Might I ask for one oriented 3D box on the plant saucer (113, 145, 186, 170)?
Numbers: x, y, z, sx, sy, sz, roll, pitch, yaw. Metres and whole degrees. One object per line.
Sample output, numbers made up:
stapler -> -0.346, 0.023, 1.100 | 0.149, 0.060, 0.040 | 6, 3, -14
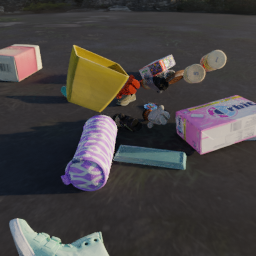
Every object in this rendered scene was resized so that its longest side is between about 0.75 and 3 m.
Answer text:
plant saucer -> 0.739, 0.932, 9.358 | 2.364, 0.224, 0.827 | 5, 29, 11

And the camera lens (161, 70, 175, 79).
camera lens -> 2.300, -2.930, 15.793 | 0.640, 0.640, 0.800 | -8, 14, -13

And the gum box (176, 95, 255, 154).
gum box -> 3.477, -0.238, 10.306 | 2.958, 0.978, 1.678 | -16, 30, -14

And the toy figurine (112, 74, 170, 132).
toy figurine -> 0.441, -1.003, 10.927 | 2.159, 2.193, 1.526 | -14, 16, -30

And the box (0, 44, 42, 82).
box -> -6.733, -3.993, 16.926 | 1.777, 1.514, 2.779 | 6, 29, 10

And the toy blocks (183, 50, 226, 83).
toy blocks -> 2.766, -2.266, 10.690 | 1.532, 0.667, 1.838 | -33, 5, 6

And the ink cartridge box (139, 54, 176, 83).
ink cartridge box -> 1.521, -3.428, 16.162 | 1.480, 0.684, 2.717 | -16, 14, 38

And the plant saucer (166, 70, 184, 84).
plant saucer -> 2.608, -2.748, 15.391 | 1.279, 1.279, 0.234 | -17, 77, -28

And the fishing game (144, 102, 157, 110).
fishing game -> 1.048, -1.015, 12.979 | 0.619, 0.134, 0.865 | 10, 30, 12

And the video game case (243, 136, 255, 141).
video game case -> 4.944, -0.098, 11.160 | 2.105, 0.232, 1.916 | -2, 29, -1

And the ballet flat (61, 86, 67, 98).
ballet flat -> -2.651, -1.644, 13.836 | 1.603, 0.606, 0.512 | 26, 8, 32

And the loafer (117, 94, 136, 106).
loafer -> -0.091, -1.423, 13.399 | 0.461, 0.427, 1.227 | 20, 34, 31

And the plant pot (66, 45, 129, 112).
plant pot -> -0.913, -1.162, 6.944 | 1.295, 1.142, 1.295 | 19, 20, -22

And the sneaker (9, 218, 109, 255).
sneaker -> -1.330, 2.491, 5.765 | 2.439, 0.898, 1.439 | 34, 48, 31

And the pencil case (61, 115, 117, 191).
pencil case -> -1.091, 0.703, 8.820 | 1.274, 1.250, 2.979 | -17, 24, 15
